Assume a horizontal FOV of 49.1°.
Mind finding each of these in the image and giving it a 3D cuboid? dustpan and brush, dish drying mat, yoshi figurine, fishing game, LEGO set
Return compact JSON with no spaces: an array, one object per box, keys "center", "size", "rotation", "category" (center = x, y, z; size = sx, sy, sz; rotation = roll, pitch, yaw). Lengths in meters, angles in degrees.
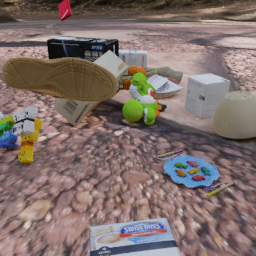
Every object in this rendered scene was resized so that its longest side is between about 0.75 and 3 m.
[{"center":[1.170,-1.668,12.122],"size":[2.190,0.627,1.528],"rotation":[-39,53,-22],"category":"dustpan and brush"},{"center":[-2.450,-4.575,10.818],"size":[0.489,0.116,1.273],"rotation":[-29,50,14],"category":"dish drying mat"},{"center":[0.247,-1.130,10.177],"size":[1.395,1.400,2.492],"rotation":[-30,47,16],"category":"yoshi figurine"},{"center":[1.600,1.018,7.146],"size":[1.430,0.310,1.997],"rotation":[-11,28,-28],"category":"fishing game"},{"center":[-3.130,0.403,7.547],"size":[2.712,1.113,1.035],"rotation":[-16,-21,31],"category":"LEGO set"}]

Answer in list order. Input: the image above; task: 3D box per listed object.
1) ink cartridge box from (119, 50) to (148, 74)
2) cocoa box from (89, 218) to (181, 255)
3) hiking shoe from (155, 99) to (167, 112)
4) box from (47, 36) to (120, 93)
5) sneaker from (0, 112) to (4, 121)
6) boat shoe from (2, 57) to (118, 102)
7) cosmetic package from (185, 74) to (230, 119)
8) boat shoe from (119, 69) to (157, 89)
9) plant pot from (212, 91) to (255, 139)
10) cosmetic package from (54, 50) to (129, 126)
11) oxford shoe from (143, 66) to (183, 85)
[{"center":[0.142,-3.477,15.113],"size":[1.807,1.308,0.759],"rotation":[4,26,7],"category":"ink cartridge box"},{"center":[0.074,2.062,4.337],"size":[1.312,0.875,0.861],"rotation":[-4,26,-8],"category":"cocoa box"},{"center":[0.947,-0.986,10.877],"size":[1.156,0.582,0.438],"rotation":[9,28,18],"category":"hiking shoe"},{"center":[-1.930,-2.724,12.391],"size":[2.893,2.369,1.246],"rotation":[10,28,18],"category":"box"},{"center":[-4.618,-0.290,9.388],"size":[0.925,0.787,2.090],"rotation":[-2,23,-33],"category":"sneaker"},{"center":[-1.222,-0.937,5.331],"size":[2.092,0.771,0.724],"rotation":[10,4,-1],"category":"boat shoe"},{"center":[2.940,-1.222,10.488],"size":[1.106,1.341,1.105],"rotation":[-12,28,-22],"category":"cosmetic package"},{"center":[-0.015,-2.404,13.344],"size":[2.818,0.887,1.028],"rotation":[4,22,7],"category":"boat shoe"},{"center":[3.570,-0.543,9.027],"size":[1.703,1.143,1.703],"rotation":[-10,22,4],"category":"plant pot"},{"center":[-1.261,-1.507,10.156],"size":[1.020,1.510,2.871],"rotation":[40,46,-2],"category":"cosmetic package"},{"center":[1.688,-2.652,13.740],"size":[2.223,0.783,0.831],"rotation":[27,78,30],"category":"oxford shoe"}]
